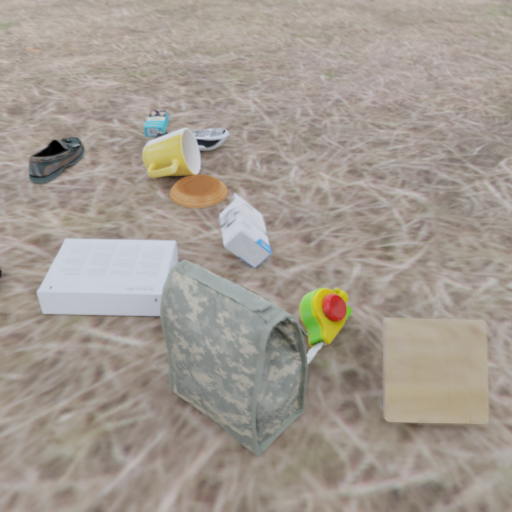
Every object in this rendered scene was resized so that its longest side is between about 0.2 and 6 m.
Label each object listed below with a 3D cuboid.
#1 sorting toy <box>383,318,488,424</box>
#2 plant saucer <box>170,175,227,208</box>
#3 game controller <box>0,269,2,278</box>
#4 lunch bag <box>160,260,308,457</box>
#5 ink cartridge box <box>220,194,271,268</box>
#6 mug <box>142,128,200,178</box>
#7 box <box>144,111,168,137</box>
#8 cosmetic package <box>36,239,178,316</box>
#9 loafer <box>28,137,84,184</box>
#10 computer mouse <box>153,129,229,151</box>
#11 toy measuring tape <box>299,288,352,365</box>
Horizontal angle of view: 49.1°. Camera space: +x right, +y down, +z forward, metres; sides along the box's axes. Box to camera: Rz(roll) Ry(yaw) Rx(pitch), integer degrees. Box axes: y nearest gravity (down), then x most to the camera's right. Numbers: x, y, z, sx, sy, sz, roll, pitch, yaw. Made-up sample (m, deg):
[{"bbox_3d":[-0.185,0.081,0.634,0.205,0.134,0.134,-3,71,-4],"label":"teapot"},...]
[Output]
[{"bbox_3d":[2.426,1.572,7.781,1.385,1.377,0.482,1,-7,-1],"label":"sorting toy"},{"bbox_3d":[-1.333,-1.530,12.923,1.328,0.248,1.328,0,35,0],"label":"plant saucer"},{"bbox_3d":[-5.732,0.654,9.625,1.299,0.524,2.491,28,43,33],"label":"game controller"},{"bbox_3d":[-0.286,1.183,7.452,1.789,2.182,1.283,27,44,33],"label":"lunch bag"},{"bbox_3d":[-0.238,-0.516,10.944,0.487,0.832,1.435,-41,31,20],"label":"ink cartridge box"},{"bbox_3d":[-2.115,-2.395,13.314,1.151,1.123,1.402,-8,2,16],"label":"mug"},{"bbox_3d":[-2.850,-3.793,16.033,0.518,0.310,1.259,0,36,0],"label":"box"},{"bbox_3d":[-2.566,0.356,10.011,2.128,0.550,1.604,1,34,1],"label":"cosmetic package"},{"bbox_3d":[-4.958,-2.572,13.995,0.783,0.685,2.179,7,36,9],"label":"loafer"},{"bbox_3d":[-1.745,-3.004,14.848,2.097,0.460,1.150,-1,30,8],"label":"computer mouse"},{"bbox_3d":[0.849,1.100,8.777,0.786,0.786,2.137,21,41,26],"label":"toy measuring tape"}]
